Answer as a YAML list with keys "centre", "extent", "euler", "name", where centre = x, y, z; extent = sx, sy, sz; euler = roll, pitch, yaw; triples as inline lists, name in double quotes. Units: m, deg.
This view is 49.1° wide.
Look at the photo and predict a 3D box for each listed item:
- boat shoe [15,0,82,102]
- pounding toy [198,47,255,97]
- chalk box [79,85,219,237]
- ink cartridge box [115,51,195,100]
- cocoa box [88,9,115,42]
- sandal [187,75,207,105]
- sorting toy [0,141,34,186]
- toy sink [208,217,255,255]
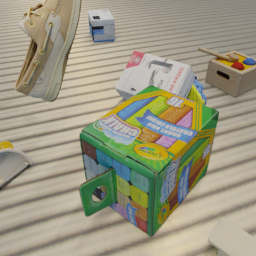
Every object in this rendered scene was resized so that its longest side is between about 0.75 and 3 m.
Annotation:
- centre: [-1.360, -1.550, 4.574]
  extent: [0.809, 2.338, 0.862]
  euler: [6, 23, -30]
  name: "boat shoe"
- centre: [3.471, -2.091, 9.602]
  extent: [1.587, 1.225, 1.723]
  euler: [-24, 44, -28]
  name: "pounding toy"
- centre: [0.276, 0.689, 5.651]
  extent: [1.792, 1.805, 2.891]
  euler: [26, 47, 30]
  name: "chalk box"
- centre: [0.820, -1.356, 8.500]
  extent: [1.971, 0.836, 1.435]
  euler: [23, 82, 25]
  name: "ink cartridge box"
- centre: [-1.265, -4.830, 13.222]
  extent: [1.043, 1.026, 1.563]
  euler: [-9, 39, -11]
  name: "cocoa box"
- centre: [2.128, -1.291, 9.069]
  extent: [0.767, 0.700, 1.762]
  euler: [-6, 40, -14]
  name: "sandal"
- centre: [-3.386, 0.867, 6.379]
  extent: [1.536, 0.912, 1.707]
  euler: [5, 34, 38]
  name: "sorting toy"
- centre: [1.847, 2.128, 4.856]
  extent: [0.910, 0.510, 0.593]
  euler: [30, 47, 26]
  name: "toy sink"
